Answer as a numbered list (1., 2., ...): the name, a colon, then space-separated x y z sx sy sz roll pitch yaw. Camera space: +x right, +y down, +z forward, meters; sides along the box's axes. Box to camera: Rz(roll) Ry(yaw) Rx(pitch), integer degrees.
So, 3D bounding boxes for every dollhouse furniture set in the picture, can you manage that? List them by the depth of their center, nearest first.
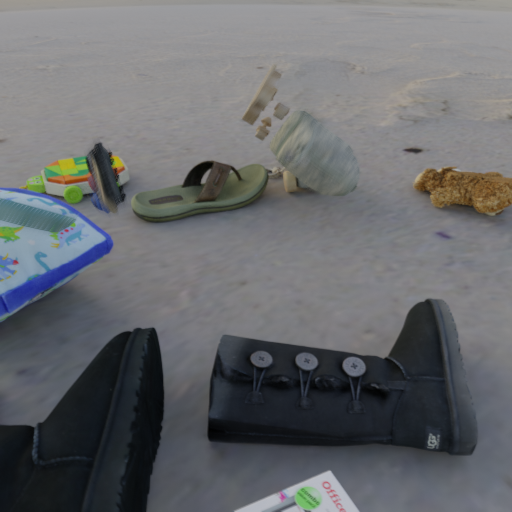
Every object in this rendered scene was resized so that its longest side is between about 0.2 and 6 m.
1. dollhouse furniture set: 1.030 -3.204 13.065 2.368 1.156 2.020 28 -10 -9

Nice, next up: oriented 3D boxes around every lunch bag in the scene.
1. lunch bag: -4.073 0.097 8.777 2.886 1.839 2.454 7 30 31
2. lunch bag: 1.281 -2.088 11.821 1.732 1.207 1.453 30 17 -33

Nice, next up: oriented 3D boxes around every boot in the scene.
1. boot: -2.566 2.087 6.095 2.852 1.288 3.480 -5 30 2
2. boot: 1.041 1.425 7.466 3.135 1.029 2.584 0 28 8

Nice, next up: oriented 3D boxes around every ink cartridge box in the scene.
1. ink cartridge box: 0.330 2.805 5.015 1.315 0.960 0.965 -14 35 -23

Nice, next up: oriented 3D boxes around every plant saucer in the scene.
1. plant saucer: -3.099 -0.553 7.398 1.373 0.247 1.373 15 0 0

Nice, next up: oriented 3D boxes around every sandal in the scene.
1. sandal: -1.142 -1.572 12.452 3.317 0.946 1.317 -18 35 -27

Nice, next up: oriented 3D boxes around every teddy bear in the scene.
1. teddy bear: 4.728 -1.484 12.639 2.505 0.836 1.817 18 27 40

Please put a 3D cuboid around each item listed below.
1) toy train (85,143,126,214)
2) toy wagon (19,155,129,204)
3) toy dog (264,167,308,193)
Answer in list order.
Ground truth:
1. toy train: -2.809 -1.423 10.189 0.560 0.417 2.446 -40 36 5
2. toy wagon: -4.364 -1.861 13.389 2.514 0.497 1.950 -12 32 -20
3. toy dog: 1.009 -2.283 13.607 1.354 0.989 2.053 -16 33 -24
